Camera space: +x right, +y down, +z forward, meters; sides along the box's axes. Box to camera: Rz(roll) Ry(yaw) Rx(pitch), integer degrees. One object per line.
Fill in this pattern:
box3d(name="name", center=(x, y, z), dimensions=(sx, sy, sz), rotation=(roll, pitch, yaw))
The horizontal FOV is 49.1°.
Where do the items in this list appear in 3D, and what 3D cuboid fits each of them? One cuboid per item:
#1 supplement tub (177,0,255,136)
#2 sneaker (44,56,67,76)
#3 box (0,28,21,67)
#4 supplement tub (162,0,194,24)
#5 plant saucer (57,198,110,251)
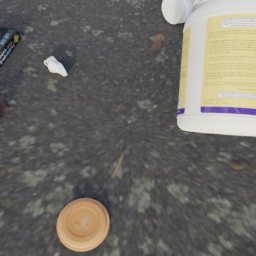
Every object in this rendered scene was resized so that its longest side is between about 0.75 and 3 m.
box3d(name="supplement tub", center=(2.136, -1.306, 5.753), dimensions=(2.079, 2.079, 2.860), rotation=(5, 89, 4))
box3d(name="sneaker", center=(-2.577, -2.118, 9.952), dimensions=(0.433, 0.447, 1.223), rotation=(-37, 51, -14))
box3d(name="box", center=(-5.222, -3.135, 10.690), dimensions=(1.524, 0.441, 1.917), rotation=(9, 52, 7))
box3d(name="supplement tub", center=(2.477, -5.262, 11.808), dimensions=(1.838, 1.337, 1.337), rotation=(-32, 58, -23))
box3d(name="plant saucer", center=(-1.057, 2.234, 6.606), dimensions=(1.245, 0.201, 1.245), rotation=(0, 51, 1))
